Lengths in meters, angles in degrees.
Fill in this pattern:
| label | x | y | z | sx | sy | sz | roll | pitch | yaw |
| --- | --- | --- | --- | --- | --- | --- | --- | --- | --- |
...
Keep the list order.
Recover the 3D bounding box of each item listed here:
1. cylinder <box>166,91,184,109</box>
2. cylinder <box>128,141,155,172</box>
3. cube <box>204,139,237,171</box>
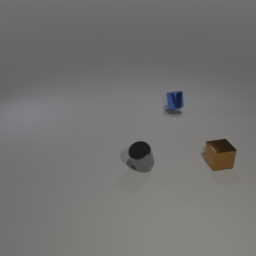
| label | x | y | z | sx | sy | sz | roll | pitch | yaw |
| --- | --- | --- | --- | --- | --- | --- | --- | --- | --- |
| cylinder | 2.044 | -1.212 | 12.124 | 0.700 | 0.700 | 0.700 | -7 | 13 | 2 |
| cylinder | 0.419 | 0.879 | 8.634 | 0.700 | 0.700 | 0.700 | -9 | 48 | 10 |
| cube | 2.919 | 0.844 | 8.913 | 0.700 | 0.700 | 0.700 | -7 | 30 | -9 |
